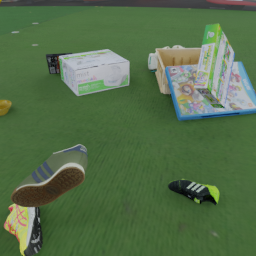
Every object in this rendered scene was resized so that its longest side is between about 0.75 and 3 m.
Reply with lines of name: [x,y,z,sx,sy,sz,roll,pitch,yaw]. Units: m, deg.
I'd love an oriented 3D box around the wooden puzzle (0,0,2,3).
wooden puzzle: [-1.990,-1.409,3.602,0.091,0.526,0.780,44,45,-12]

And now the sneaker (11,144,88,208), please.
sneaker: [-1.124,0.698,4.204,1.401,0.470,0.629,-28,30,26]

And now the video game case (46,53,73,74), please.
video game case: [-3.008,-2.872,12.511,1.126,1.246,0.159,-6,65,-10]

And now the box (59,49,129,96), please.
box: [-1.413,-2.416,11.708,2.341,1.132,2.066,-16,35,-25]

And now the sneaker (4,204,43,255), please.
sneaker: [-1.987,1.868,5.254,0.641,0.555,1.420,-15,26,-13]

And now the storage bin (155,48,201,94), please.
storage bin: [2.439,-2.360,11.540,2.397,1.123,2.380,-1,35,-2]

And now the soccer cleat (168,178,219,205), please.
soccer cleat: [1.428,1.404,6.136,1.115,0.377,0.452,8,42,10]

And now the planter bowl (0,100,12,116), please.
planter bowl: [-4.360,-0.643,9.549,0.804,0.335,0.804,0,32,0]

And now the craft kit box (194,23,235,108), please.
craft kit box: [2.090,-1.391,6.639,0.367,1.512,1.493,8,-10,32]

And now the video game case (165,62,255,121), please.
video game case: [2.926,-1.352,9.768,2.932,0.261,2.099,-6,64,-10]

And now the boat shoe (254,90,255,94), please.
boat shoe: [4.439,-1.404,10.609,0.554,0.541,1.465,-17,35,-26]

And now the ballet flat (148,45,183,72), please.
ballet flat: [2.170,-3.486,13.524,2.978,1.034,1.034,-22,37,-31]
